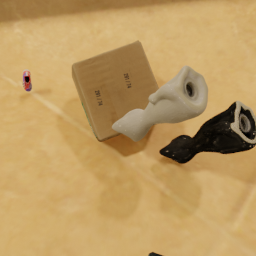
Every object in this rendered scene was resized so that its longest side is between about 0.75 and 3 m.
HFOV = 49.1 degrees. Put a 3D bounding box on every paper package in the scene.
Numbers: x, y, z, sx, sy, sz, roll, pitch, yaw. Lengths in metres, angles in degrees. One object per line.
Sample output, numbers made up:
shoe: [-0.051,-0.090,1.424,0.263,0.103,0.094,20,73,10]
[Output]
paper package: [-0.280,-0.989,7.942,2.140,1.162,2.246,-21,87,-7]

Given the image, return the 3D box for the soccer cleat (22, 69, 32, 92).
soccer cleat: [-3.105,-1.397,8.620,0.282,0.827,0.303,-3,49,-19]

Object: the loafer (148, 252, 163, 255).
loafer: [0.770,3.088,5.436,0.984,2.703,0.977,15,64,21]

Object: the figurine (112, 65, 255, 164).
figurine: [1.187,0.004,6.651,2.592,2.529,1.116,27,54,-23]
